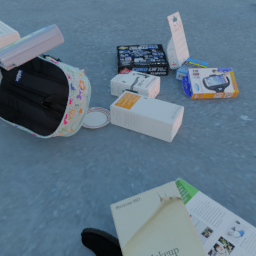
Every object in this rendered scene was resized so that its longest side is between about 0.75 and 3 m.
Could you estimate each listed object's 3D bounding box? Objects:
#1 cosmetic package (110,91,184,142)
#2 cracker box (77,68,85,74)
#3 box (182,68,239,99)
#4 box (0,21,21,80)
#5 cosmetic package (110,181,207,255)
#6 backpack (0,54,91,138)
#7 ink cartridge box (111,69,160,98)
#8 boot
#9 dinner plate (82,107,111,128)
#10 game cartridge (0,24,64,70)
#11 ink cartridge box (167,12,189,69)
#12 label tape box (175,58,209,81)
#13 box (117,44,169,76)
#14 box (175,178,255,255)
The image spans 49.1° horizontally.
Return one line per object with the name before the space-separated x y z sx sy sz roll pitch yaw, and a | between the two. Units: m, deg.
cosmetic package | 0.660 -0.456 9.976 2.344 0.835 1.189 18 42 20
cracker box | -2.998 -2.286 12.481 1.844 0.532 1.235 15 41 19
box | 3.391 -1.887 11.710 2.163 0.449 1.287 -2 63 -5
box | -5.015 -2.350 10.556 1.844 2.822 2.807 -30 45 -26
cosmetic package | 0.788 2.644 5.229 1.478 1.044 2.856 -22 56 0
backpack | -2.634 -1.036 9.226 2.949 2.618 2.220 23 11 30
ink cartridge box | 0.323 -1.752 11.662 1.728 0.716 1.268 17 41 21
boot | -0.568 2.920 5.982 1.579 0.594 1.180 18 42 20
dinner plate | -1.233 -0.358 10.402 1.266 0.153 1.266 0 38 0
game cartridge | -2.045 -1.671 5.716 1.330 0.404 1.995 -31 27 -19
ink cartridge box | 2.213 -4.167 13.289 0.576 2.297 1.863 -9 23 31
label tape box | 2.970 -2.621 12.919 1.074 0.471 1.489 21 44 20
box | 0.656 -3.374 13.786 2.416 0.600 2.398 -2 39 -3
box | 1.718 2.631 6.422 2.962 0.538 2.138 33 49 32
